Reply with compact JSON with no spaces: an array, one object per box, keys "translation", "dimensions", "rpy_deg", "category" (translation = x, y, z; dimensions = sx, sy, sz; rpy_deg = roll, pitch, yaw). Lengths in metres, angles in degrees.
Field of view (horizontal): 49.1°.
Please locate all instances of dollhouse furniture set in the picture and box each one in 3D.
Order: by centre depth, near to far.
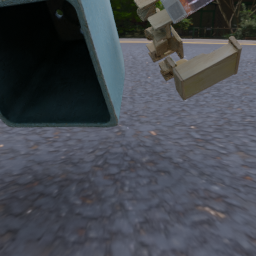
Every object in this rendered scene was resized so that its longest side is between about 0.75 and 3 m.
[{"translation":[1.280,-1.856,6.133],"dimensions":[1.332,1.880,2.047],"rpy_deg":[-27,63,2],"category":"dollhouse furniture set"}]

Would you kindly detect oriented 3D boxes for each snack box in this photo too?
[{"translation":[1.126,-2.516,4.894],"dimensions":[0.289,0.855,2.379],"rpy_deg":[-25,14,42],"category":"snack box"}]

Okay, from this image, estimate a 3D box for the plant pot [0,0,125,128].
[{"translation":[-1.228,-1.609,5.017],"dimensions":[2.296,2.290,2.339],"rpy_deg":[0,46,16],"category":"plant pot"}]
